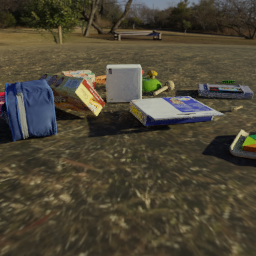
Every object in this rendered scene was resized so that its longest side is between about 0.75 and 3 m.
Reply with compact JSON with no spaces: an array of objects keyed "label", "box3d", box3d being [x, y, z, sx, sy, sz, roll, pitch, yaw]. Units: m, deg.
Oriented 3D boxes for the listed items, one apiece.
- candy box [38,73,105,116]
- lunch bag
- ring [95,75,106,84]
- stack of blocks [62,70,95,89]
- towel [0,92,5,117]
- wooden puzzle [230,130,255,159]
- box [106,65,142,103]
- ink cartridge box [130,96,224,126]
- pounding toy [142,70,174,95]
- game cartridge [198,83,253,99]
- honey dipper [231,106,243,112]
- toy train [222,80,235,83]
[{"label":"candy box","box3d":[-2.196,-1.279,10.467,2.441,1.409,0.675,15,65,38]},{"label":"lunch bag","box3d":[-3.186,-0.640,8.793,1.494,1.534,2.258,-8,22,-21]},{"label":"ring","box3d":[-0.627,-2.758,16.256,2.750,0.264,2.750,-1,20,0]},{"label":"stack of blocks","box3d":[-2.481,-2.394,14.517,1.519,0.772,2.637,-7,22,-17]},{"label":"towel","box3d":[-4.974,-1.097,11.760,2.062,0.321,2.852,-18,27,-37]},{"label":"wooden puzzle","box3d":[3.869,0.462,7.579,1.858,0.346,1.719,12,23,29]},{"label":"box","box3d":[-0.191,-1.968,12.315,1.541,1.533,1.007,0,21,-1]},{"label":"ink cartridge box","box3d":[1.608,-0.543,9.979,2.518,0.599,2.548,-4,23,-15]},{"label":"pounding toy","box3d":[1.087,-2.480,14.370,2.257,1.047,1.742,19,28,42]},{"label":"game cartridge","box3d":[4.648,-1.813,13.550,2.415,0.464,1.565,4,17,11]},{"label":"honey dipper","box3d":[4.396,-0.796,11.203,0.817,0.155,0.155,-17,26,-42]},{"label":"toy train","box3d":[5.803,-2.679,16.187,0.765,0.160,0.216,-1,10,-4]}]
